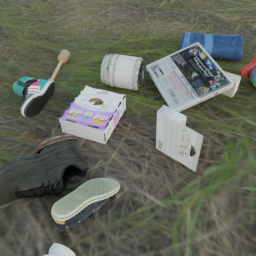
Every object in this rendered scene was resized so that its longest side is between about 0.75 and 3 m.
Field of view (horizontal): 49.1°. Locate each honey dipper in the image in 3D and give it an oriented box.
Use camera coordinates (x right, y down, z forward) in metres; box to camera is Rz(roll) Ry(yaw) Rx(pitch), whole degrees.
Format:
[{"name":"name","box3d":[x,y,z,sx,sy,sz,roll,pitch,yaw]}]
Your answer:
[{"name":"honey dipper","box3d":[-2.967,-2.566,11.827,0.423,0.423,2.228,6,46,6]}]

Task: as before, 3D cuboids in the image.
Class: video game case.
[{"name":"video game case","box3d":[2.214,-1.957,10.560,2.351,0.302,2.586,-25,54,0]}]

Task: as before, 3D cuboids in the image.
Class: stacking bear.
[{"name":"stacking bear","box3d":[5.335,-1.764,10.568,1.062,1.134,1.867,18,36,-43]}]

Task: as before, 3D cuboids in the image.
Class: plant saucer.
[{"name":"plant saucer","box3d":[-2.066,0.452,8.123,1.230,1.230,0.197,-16,78,-17]}]

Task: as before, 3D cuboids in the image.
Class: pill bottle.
[{"name":"pill bottle","box3d":[-1.631,3.090,5.642,0.753,0.753,1.342,15,47,15]}]

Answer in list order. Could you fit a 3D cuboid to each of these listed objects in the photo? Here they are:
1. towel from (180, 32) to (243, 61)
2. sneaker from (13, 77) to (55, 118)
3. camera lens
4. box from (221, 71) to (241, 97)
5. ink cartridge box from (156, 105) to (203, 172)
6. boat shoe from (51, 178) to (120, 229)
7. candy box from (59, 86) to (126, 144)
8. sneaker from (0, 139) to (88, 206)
[{"name":"towel","box3d":[3.855,-3.810,12.906,2.811,0.682,1.569,9,45,9]},{"name":"sneaker","box3d":[-3.601,-1.188,10.008,1.239,0.858,2.052,13,37,7]},{"name":"camera lens","box3d":[-0.156,-2.154,10.768,1.534,1.227,1.227,10,45,11]},{"name":"box","box3d":[3.492,-1.817,10.822,1.470,0.698,0.571,26,51,23]},{"name":"ink cartridge box","box3d":[1.457,0.311,7.883,1.435,1.653,0.360,30,57,27]},{"name":"boat shoe","box3d":[-1.021,1.852,7.057,0.753,0.628,2.018,27,34,34]},{"name":"candy box","box3d":[-1.118,-0.501,9.449,1.582,0.675,1.886,15,46,15]},{"name":"sneaker","box3d":[-2.361,1.331,7.335,2.863,1.087,1.299,-30,61,-23]}]
